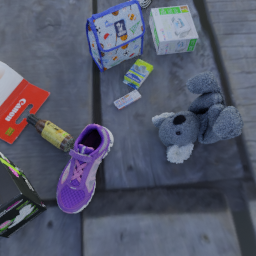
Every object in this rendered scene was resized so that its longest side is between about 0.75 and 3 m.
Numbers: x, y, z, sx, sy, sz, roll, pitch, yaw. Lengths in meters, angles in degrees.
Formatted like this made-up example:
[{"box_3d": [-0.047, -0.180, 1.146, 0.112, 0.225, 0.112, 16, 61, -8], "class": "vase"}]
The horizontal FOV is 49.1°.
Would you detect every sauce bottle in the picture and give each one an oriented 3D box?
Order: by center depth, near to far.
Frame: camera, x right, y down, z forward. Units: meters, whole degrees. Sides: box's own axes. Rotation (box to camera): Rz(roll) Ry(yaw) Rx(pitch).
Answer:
[{"box_3d": [-2.564, 0.103, 9.102, 1.752, 0.567, 0.567, 32, 69, 13], "class": "sauce bottle"}]

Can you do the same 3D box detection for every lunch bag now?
[{"box_3d": [-0.438, -3.241, 9.784, 1.859, 2.186, 1.354, -28, 67, -13], "class": "lunch bag"}]

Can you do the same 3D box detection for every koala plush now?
[{"box_3d": [2.020, -0.082, 8.687, 2.368, 2.176, 2.100, -29, 62, 10], "class": "koala plush"}]

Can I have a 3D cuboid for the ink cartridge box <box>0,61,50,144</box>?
[{"box_3d": [-4.541, -1.068, 9.590, 2.865, 0.718, 2.324, 25, 68, 14], "class": "ink cartridge box"}]

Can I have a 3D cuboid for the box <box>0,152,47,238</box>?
[{"box_3d": [-3.385, 1.756, 7.402, 1.368, 2.200, 1.634, -35, 70, -15], "class": "box"}]

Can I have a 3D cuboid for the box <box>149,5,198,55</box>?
[{"box_3d": [1.707, -3.771, 10.811, 1.489, 0.816, 1.688, -6, 66, -5], "class": "box"}]

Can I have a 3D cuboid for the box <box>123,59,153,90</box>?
[{"box_3d": [0.362, -1.983, 10.262, 0.663, 0.259, 1.087, 30, 68, 14], "class": "box"}]

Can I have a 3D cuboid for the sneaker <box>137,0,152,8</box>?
[{"box_3d": [0.750, -6.168, 11.951, 1.261, 0.826, 2.184, 28, 69, 16], "class": "sneaker"}]

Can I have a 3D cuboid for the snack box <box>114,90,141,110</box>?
[{"box_3d": [-0.017, -0.998, 9.868, 0.949, 0.115, 0.341, -31, 69, -14], "class": "snack box"}]

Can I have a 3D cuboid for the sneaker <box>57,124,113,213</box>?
[{"box_3d": [-1.334, 1.048, 8.240, 1.150, 1.264, 2.860, 20, 71, 5], "class": "sneaker"}]
